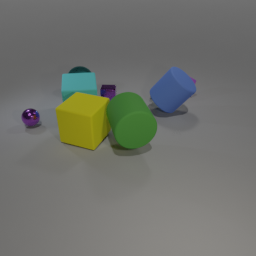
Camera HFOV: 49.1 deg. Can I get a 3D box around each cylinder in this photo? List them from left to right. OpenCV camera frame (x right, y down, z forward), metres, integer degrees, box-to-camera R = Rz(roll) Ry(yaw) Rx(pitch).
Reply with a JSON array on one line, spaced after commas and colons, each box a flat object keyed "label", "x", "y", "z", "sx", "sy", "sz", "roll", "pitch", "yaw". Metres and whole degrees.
[{"label": "cylinder", "x": 0.088, "y": -0.270, "z": 9.232, "sx": 1.400, "sy": 1.400, "sz": 1.400, "roll": -7, "pitch": 35, "yaw": -13}, {"label": "cylinder", "x": 1.866, "y": -1.578, "z": 11.699, "sx": 1.400, "sy": 1.400, "sz": 1.400, "roll": 28, "pitch": 38, "yaw": -24}]

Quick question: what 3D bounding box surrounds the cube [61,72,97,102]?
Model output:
[{"label": "cube", "x": -2.040, "y": -1.401, "z": 11.959, "sx": 1.400, "sy": 1.400, "sz": 1.400, "roll": -4, "pitch": 40, "yaw": -8}]

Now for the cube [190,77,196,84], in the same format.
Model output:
[{"label": "cube", "x": 2.829, "y": -2.172, "z": 13.931, "sx": 0.700, "sy": 0.700, "sz": 0.700, "roll": 22, "pitch": -3, "yaw": -23}]

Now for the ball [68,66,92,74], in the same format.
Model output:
[{"label": "ball", "x": -2.387, "y": -2.388, "z": 14.038, "sx": 1.400, "sy": 1.400, "sz": 1.400, "roll": 0, "pitch": 29, "yaw": 0}]

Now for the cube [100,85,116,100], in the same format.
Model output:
[{"label": "cube", "x": -0.927, "y": -1.626, "z": 13.375, "sx": 0.700, "sy": 0.700, "sz": 0.700, "roll": 1, "pitch": 29, "yaw": 2}]

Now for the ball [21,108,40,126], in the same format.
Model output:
[{"label": "ball", "x": -3.843, "y": -0.425, "z": 11.059, "sx": 0.700, "sy": 0.700, "sz": 0.700, "roll": 0, "pitch": 29, "yaw": 0}]

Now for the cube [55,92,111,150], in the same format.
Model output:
[{"label": "cube", "x": -1.544, "y": -0.284, "z": 10.031, "sx": 1.400, "sy": 1.400, "sz": 1.400, "roll": 12, "pitch": 35, "yaw": 19}]
